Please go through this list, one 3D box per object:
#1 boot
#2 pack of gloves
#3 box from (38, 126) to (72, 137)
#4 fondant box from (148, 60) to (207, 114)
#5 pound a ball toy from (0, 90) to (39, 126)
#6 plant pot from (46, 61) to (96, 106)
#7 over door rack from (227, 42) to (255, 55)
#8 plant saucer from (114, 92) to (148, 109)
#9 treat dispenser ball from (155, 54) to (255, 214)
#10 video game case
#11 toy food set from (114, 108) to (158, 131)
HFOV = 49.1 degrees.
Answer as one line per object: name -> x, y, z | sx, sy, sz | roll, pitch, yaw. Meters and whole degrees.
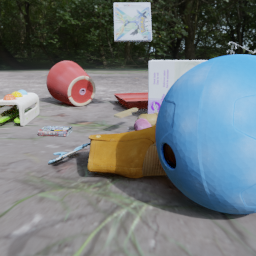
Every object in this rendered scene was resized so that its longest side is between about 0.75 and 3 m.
boot -> 0.084, 0.257, 6.056 | 1.786, 0.878, 2.495 | 5, 20, 3
pack of gloves -> -1.254, 0.481, 5.972 | 0.749, 0.176, 0.892 | -28, -2, 43
box -> -2.115, 0.089, 8.193 | 0.840, 0.168, 0.575 | 1, 15, 5
fondant box -> 2.149, -1.303, 9.760 | 2.854, 2.059, 0.831 | 3, 17, 13
pound a ball toy -> -4.146, -0.714, 9.584 | 1.576, 1.027, 2.416 | 0, 14, -2
plant pot -> -2.504, -1.925, 12.883 | 1.977, 1.977, 1.749 | -11, 29, -36
over door rack -> 3.100, -2.009, 7.809 | 0.776, 0.573, 0.258 | 33, 59, 29
plant saucer -> 0.739, -1.266, 12.867 | 2.390, 0.439, 2.394 | -4, 16, -15
treat dispenser ball -> 1.517, 0.085, 4.105 | 2.256, 2.256, 2.256 | 0, 15, 0
video game case -> 0.164, -3.853, 10.182 | 1.359, 1.490, 0.164 | -1, -9, -2
toy food set -> 1.116, 0.056, 7.928 | 2.870, 0.452, 1.824 | 16, 20, 25
